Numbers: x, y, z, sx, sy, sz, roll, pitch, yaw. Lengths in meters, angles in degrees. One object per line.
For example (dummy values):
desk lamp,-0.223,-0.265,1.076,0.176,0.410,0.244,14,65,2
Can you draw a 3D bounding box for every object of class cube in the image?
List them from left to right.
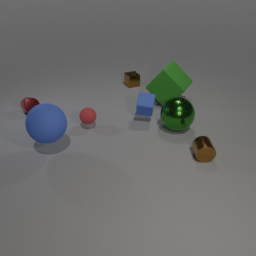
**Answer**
cube,0.234,-2.730,15.743,0.700,0.700,0.700,-13,33,-21
cube,0.751,-1.008,11.911,0.700,0.700,0.700,9,61,5
cube,1.985,-2.103,13.478,1.400,1.400,1.400,46,40,-2

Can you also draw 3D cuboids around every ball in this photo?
ball,-2.825,-0.158,9.725,1.400,1.400,1.400,0,31,0
ball,-1.651,-0.498,11.544,0.700,0.700,0.700,0,31,0
ball,2.019,-0.569,11.417,1.400,1.400,1.400,0,31,0

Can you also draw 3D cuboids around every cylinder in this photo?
cylinder,-4.425,-1.034,12.655,0.700,0.700,0.700,-20,19,-30
cylinder,2.686,0.745,9.918,0.700,0.700,0.700,0,31,0
